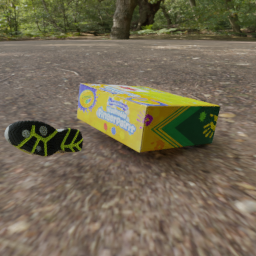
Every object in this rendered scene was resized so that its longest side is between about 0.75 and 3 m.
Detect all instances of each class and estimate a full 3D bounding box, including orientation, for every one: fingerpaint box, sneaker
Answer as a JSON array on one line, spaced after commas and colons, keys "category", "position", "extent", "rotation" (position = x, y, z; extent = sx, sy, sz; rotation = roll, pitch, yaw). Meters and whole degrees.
[{"category": "fingerpaint box", "position": [0.377, -0.357, 6.744], "extent": [2.230, 0.980, 2.673], "rotation": [-3, 18, -37]}, {"category": "sneaker", "position": [-1.494, 0.248, 4.941], "extent": [0.607, 0.599, 1.588], "rotation": [-10, -15, 29]}]
